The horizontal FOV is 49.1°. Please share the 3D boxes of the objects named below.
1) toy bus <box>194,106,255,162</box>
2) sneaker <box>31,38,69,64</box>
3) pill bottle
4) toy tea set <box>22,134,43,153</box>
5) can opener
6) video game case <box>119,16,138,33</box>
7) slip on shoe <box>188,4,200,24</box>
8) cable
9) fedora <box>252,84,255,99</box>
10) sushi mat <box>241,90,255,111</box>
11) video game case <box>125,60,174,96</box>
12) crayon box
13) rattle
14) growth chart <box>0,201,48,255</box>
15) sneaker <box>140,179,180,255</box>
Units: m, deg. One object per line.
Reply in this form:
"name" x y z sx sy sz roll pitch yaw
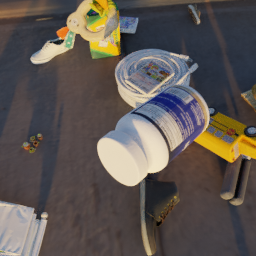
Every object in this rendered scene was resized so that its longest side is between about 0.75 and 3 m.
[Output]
"toy bus" 2.996 0.167 9.227 1.114 0.926 2.845 -43 48 -14
"sneaker" -3.523 -3.554 12.531 1.934 0.685 0.706 -38 63 -23
"pill bottle" 0.706 0.124 7.365 1.675 1.675 2.895 38 53 24
"toy tea set" -3.374 0.479 9.911 0.468 0.291 0.787 19 57 13
"can opener" 3.757 1.067 9.017 0.751 0.942 2.817 34 57 -10
"video game case" -0.788 -5.100 13.643 2.438 0.220 1.746 6 38 4
"slip on shoe" 3.459 -5.810 14.227 0.446 0.560 1.472 -15 48 5
"cable" 0.977 -1.985 11.234 2.920 1.011 2.920 26 60 18
"fedora" 5.433 -1.071 10.626 1.631 0.665 1.631 1 51 -1
"sushi mat" 5.896 -1.361 11.306 2.500 0.151 1.196 -22 57 -14
"video game case" 0.824 -1.901 10.495 1.109 0.140 1.548 37 62 24
"crayon box" -1.044 -4.106 11.978 1.322 2.226 0.649 -11 54 -7
"rattle" -1.639 -3.601 9.386 2.432 1.583 1.737 -11 16 14
"growth chart" -3.775 2.969 7.929 2.894 0.257 2.095 17 56 1
"sneaker" 0.957 2.481 8.142 1.185 0.834 2.230 -2 53 2
